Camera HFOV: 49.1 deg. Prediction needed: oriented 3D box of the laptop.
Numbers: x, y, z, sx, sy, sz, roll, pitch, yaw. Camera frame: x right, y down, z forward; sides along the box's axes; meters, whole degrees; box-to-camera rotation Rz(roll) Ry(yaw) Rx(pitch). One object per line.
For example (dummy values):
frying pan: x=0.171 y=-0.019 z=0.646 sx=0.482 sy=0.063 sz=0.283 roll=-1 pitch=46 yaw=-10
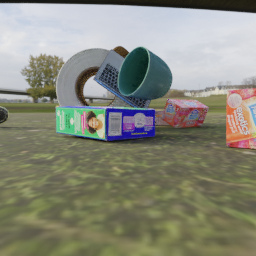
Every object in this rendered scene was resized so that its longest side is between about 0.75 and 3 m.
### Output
laptop: x=0.107 y=-1.399 z=8.727 sx=2.065 sy=2.205 sz=1.278 roll=33 pitch=-28 yaw=-16

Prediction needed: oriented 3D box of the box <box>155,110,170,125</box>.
box: x=1.313 y=-0.539 z=13.481 sx=2.238 sy=0.683 sz=2.825 roll=0 pitch=4 yaw=-4

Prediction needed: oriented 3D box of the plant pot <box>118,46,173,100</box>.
plant pot: x=0.596 y=-1.486 z=8.223 sx=1.170 sy=1.458 sz=1.458 roll=15 pitch=-5 yaw=-34

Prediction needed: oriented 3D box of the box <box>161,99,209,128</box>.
box: x=2.311 y=-0.603 z=11.270 sx=1.760 sy=0.903 sz=0.833 roll=-2 pitch=28 yaw=-40

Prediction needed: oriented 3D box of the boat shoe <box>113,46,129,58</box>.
boat shoe: x=0.070 y=-2.437 z=12.406 sx=0.923 sy=2.519 sz=0.790 roll=-29 pitch=-3 yaw=3

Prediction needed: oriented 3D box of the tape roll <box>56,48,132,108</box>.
tape roll: x=-1.124 y=-1.431 z=10.692 sx=2.858 sy=2.858 sz=1.962 roll=0 pitch=4 yaw=-2

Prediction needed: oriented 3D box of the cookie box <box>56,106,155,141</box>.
cookie box: x=-0.614 y=-0.172 z=7.362 sx=2.059 sy=0.774 sz=1.761 roll=5 pitch=5 yaw=43

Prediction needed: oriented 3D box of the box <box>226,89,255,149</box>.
box: x=3.013 y=-0.230 z=5.883 sx=1.087 sy=1.135 sz=2.277 roll=4 pitch=5 yaw=41

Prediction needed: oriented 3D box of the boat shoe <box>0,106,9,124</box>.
boat shoe: x=-6.013 y=-0.399 z=10.885 sx=2.531 sy=0.904 sz=0.832 roll=-1 pitch=15 yaw=-16
